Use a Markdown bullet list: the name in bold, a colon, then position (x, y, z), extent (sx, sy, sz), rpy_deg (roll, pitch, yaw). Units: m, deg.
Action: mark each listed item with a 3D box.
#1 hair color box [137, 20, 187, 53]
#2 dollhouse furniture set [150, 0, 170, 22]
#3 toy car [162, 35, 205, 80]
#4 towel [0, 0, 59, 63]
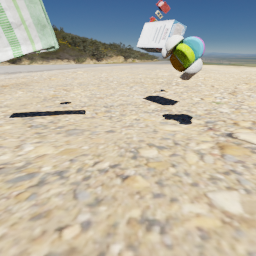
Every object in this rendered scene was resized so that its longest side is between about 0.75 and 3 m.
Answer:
- **hair color box**: position (1.170, -3.315, 10.287), extent (0.614, 1.014, 2.028), rpy_deg (16, 8, -29)
- **dollhouse furniture set**: position (1.246, -4.920, 11.940), extent (0.417, 1.027, 0.552), rpy_deg (39, 14, -34)
- **toy car**: position (1.567, -1.953, 7.368), extent (0.960, 1.120, 1.280), rpy_deg (-39, 0, -2)
- **towel**: position (-3.387, -2.625, 7.240), extent (2.672, 2.038, 0.313), rpy_deg (-12, 42, 4)
